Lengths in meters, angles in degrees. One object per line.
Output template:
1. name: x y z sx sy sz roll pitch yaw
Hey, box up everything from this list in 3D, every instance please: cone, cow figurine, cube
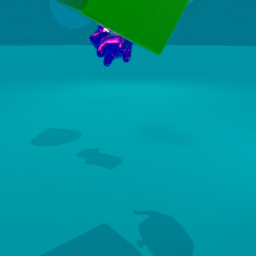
1. cone: -1.799 -4.098 8.804 1.391 1.391 1.397 -6 45 -18
2. cow figurine: -0.400 -2.112 6.903 1.211 0.665 1.192 -4 59 25
3. cube: -0.021 -1.900 3.696 1.239 1.239 1.239 17 18 -36

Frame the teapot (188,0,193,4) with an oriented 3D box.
1. teapot: 0.795 -2.471 4.585 0.706 0.896 1.442 17 6 -20
